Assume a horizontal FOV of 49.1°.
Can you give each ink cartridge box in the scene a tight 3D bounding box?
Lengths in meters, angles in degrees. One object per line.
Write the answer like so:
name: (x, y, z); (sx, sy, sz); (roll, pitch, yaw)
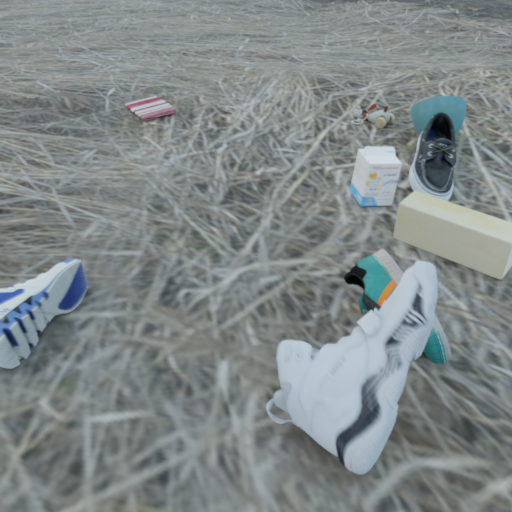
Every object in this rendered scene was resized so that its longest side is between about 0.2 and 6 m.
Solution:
ink cartridge box: (2.780, -1.894, 13.024); (0.808, 1.257, 0.787); (-3, 36, -12)

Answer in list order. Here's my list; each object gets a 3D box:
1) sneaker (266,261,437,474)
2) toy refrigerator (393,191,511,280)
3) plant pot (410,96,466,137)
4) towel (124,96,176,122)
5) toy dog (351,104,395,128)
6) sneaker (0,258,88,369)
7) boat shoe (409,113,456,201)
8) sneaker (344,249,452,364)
sneaker: (1.333, 1.262, 7.785); (1.725, 1.128, 3.001); (20, 78, 24)
toy refrigerator: (4.089, -0.480, 11.433); (2.338, 0.888, 0.818); (25, 43, 32)
plant pot: (5.086, -3.660, 15.578); (1.491, 1.491, 1.004); (-1, 80, -1)
towel: (-3.394, -4.721, 17.931); (1.163, 0.184, 1.615); (-22, 39, -24)
toy dog: (3.564, -4.351, 17.014); (1.304, 0.628, 0.860); (12, 38, 16)
sneaker: (-4.106, 0.774, 9.638); (1.365, 0.955, 2.364); (15, 40, 17)
boat shoe: (4.510, -2.522, 13.850); (1.062, 1.007, 3.039); (18, 47, 7)
sneaker: (2.365, 0.972, 9.589); (0.966, 0.862, 2.416); (-29, 47, 1)
